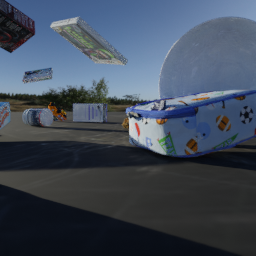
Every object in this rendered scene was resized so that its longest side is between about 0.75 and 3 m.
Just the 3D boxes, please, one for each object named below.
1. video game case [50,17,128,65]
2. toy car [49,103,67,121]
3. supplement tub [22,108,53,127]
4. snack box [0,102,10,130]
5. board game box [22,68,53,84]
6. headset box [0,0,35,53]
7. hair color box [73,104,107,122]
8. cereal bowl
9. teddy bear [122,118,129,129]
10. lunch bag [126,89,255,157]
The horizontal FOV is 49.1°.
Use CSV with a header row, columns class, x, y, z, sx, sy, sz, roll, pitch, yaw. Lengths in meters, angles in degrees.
class,x,y,z,sx,sy,sz,roll,pitch,yaw
video game case,-1.587,-3.419,11.350,2.626,0.307,2.388,34,-10,-39
toy car,-3.408,-0.505,13.909,0.734,1.082,2.206,-43,-11,-6
supplement tub,-3.061,-0.361,9.519,0.880,0.618,0.618,2,5,23
snack box,-4.046,-0.162,5.504,2.905,0.539,1.687,0,14,-8
board game box,-3.435,-2.009,10.697,1.083,0.187,0.684,-10,38,-4
headset box,-3.870,-3.188,8.792,1.270,0.641,1.709,-25,-29,27
hair color box,-1.729,-0.696,12.742,1.519,0.830,0.492,2,4,20
cereal bowl,1.672,-0.774,4.963,2.119,2.119,0.882,3,3,32
teddy bear,0.329,-0.132,8.322,1.006,0.463,1.387,6,-8,-35
lunch bag,0.958,-0.151,4.222,1.974,0.746,1.582,-10,11,-22
